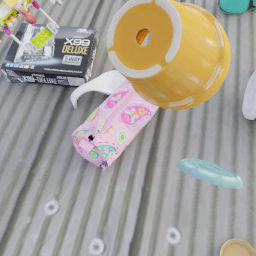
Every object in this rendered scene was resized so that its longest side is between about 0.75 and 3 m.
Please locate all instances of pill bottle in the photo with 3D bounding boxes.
[{"bbox_3d":[4.534,-0.682,7.419,2.533,1.410,1.410,11,61,6],"label":"pill bottle"}]

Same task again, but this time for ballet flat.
[{"bbox_3d":[4.254,-4.649,10.085,2.462,0.829,0.866,-10,37,-5],"label":"ballet flat"}]

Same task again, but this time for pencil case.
[{"bbox_3d":[-0.173,-0.319,7.305,1.285,1.285,2.939,34,65,17],"label":"pencil case"}]

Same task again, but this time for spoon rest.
[{"bbox_3d":[-0.786,-1.163,8.176,1.848,0.560,0.918,-24,64,-12],"label":"spoon rest"}]

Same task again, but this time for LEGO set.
[{"bbox_3d":[-1.641,-2.432,5.331,2.864,1.318,1.066,-43,104,10],"label":"LEGO set"}]

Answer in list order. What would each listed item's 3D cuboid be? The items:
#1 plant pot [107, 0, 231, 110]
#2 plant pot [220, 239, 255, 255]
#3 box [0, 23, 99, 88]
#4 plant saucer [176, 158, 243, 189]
[{"bbox_3d":[0.637,-1.369,4.970,2.023,1.852,2.023,1,91,27],"label":"plant pot"},{"bbox_3d":[2.432,2.888,6.169,0.833,0.114,0.833,0,61,-1],"label":"plant pot"},{"bbox_3d":[-2.328,-2.294,8.742,2.560,0.637,2.019,6,60,4],"label":"box"},{"bbox_3d":[0.947,0.497,3.238,0.766,0.766,0.105,16,98,9],"label":"plant saucer"}]
